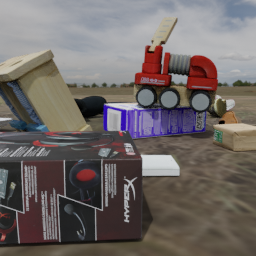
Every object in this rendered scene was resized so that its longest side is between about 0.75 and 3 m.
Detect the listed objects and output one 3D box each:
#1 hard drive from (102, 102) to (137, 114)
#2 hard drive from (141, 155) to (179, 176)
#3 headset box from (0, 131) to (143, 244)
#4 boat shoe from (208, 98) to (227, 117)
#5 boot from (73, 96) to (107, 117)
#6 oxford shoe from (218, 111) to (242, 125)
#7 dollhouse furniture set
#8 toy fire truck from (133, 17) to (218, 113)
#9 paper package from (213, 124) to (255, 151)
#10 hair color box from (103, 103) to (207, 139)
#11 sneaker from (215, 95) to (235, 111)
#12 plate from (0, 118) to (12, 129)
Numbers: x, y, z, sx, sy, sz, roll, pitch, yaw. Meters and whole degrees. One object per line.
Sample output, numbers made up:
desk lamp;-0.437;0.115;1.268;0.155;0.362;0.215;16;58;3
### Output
hard drive;-0.533;-1.096;14.952;2.608;0.552;1.759;-7;10;-38
hard drive;0.151;0.605;4.587;1.231;0.162;0.812;0;8;-1
headset box;-0.949;0.513;3.027;2.066;0.775;1.536;-1;8;-4
boat shoe;4.142;-0.943;13.242;0.804;0.874;2.446;-7;3;28
boot;-1.872;-0.820;11.592;2.427;0.927;2.039;-10;7;-16
oxford shoe;3.132;-0.209;8.883;0.584;0.584;1.639;-3;9;10
dollhouse furniture set;-2.479;-0.028;5.326;1.815;1.825;2.590;8;41;47
toy fire truck;1.315;-1.760;7.448;2.099;2.385;1.534;6;15;11
paper package;2.508;0.194;6.317;0.880;0.478;0.923;-2;9;-12
hair color box;0.803;-0.295;8.263;2.704;0.876;1.478;-3;11;-29
sneaker;4.686;-1.567;15.808;2.812;1.241;1.144;-1;8;-8
plate;-5.060;0.017;7.742;2.602;0.421;2.607;1;8;14
